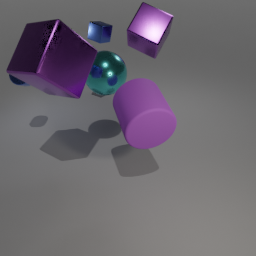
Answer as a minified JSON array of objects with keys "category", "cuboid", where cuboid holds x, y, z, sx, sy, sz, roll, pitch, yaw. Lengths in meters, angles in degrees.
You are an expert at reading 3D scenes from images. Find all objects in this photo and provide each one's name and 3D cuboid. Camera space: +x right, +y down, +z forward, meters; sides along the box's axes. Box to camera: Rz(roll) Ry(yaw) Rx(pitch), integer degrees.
[{"category":"ball","cuboid":[-0.724,-1.738,8.915,1.400,1.400,1.400,0,31,0]},{"category":"cylinder","cuboid":[0.413,-0.392,7.571,1.400,1.400,1.400,-8,45,-14]},{"category":"cube","cuboid":[-1.899,-1.699,7.106,1.400,1.400,1.400,12,-11,40]},{"category":"cube","cuboid":[-1.157,-3.976,11.611,0.700,0.700,0.700,27,32,23]},{"category":"cylinder","cuboid":[-3.691,-1.829,9.821,0.700,0.700,0.700,0,5,0]},{"category":"cube","cuboid":[0.884,-4.013,11.660,1.400,1.400,1.400,27,-7,5]}]
